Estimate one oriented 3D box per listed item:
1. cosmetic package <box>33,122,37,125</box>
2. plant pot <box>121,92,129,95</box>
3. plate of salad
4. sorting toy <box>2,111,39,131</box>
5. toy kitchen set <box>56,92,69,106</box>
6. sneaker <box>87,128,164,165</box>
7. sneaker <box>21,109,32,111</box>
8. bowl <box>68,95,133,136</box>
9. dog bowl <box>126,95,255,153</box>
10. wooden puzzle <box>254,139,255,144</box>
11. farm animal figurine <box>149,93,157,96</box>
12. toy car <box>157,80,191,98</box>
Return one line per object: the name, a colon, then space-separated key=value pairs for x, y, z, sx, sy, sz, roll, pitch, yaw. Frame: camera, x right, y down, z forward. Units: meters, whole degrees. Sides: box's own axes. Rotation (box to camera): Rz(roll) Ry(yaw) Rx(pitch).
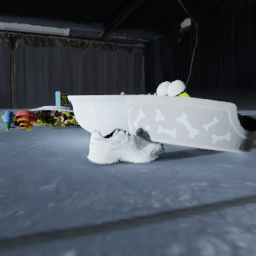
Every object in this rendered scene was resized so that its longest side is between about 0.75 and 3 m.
cosmetic package: x=-4.829 y=-0.425 z=13.679 sx=0.824 sy=0.508 sz=0.827 roll=0 pitch=5 yaw=-5
plant pot: x=0.130 y=-1.051 z=15.948 sx=1.460 sy=1.674 sz=1.674 roll=16 pitch=2 yaw=-11
plate of salad: x=-2.646 y=-0.332 z=11.478 sx=2.838 sy=0.682 sz=2.838 roll=4 pitch=-10 yaw=1
sorting toy: x=-4.312 y=-0.182 z=10.942 sx=1.799 sy=0.738 sz=1.081 roll=-11 pitch=-18 yaw=38
toy kitchen set: x=-3.348 y=-1.191 z=15.544 sx=2.109 sy=1.689 sz=1.242 roll=4 pitch=6 yaw=39
sneaker: x=-0.002 y=0.315 z=5.061 sx=1.446 sy=0.630 sz=0.539 roll=-1 pitch=5 yaw=-20
sneaker: x=-4.963 y=-0.673 z=15.683 sx=2.125 sy=0.706 sz=0.962 roll=4 pitch=2 yaw=0
bowl: x=-0.282 y=-0.296 z=8.111 sx=2.836 sy=1.275 sz=2.836 roll=0 pitch=5 yaw=0
dog bowl: x=1.346 y=-0.072 z=6.090 sx=2.921 sy=0.857 sz=2.921 roll=8 pitch=1 yaw=0
wooden puzzle: x=4.129 y=0.373 z=6.376 sx=2.324 sy=0.272 sz=1.568 roll=3 pitch=6 yaw=26
farm animal figurine: x=1.346 y=-0.532 z=9.935 sx=2.788 sy=1.402 sz=2.251 roll=5 pitch=7 yaw=42
toy car: x=2.444 y=-1.207 z=15.457 sx=2.020 sy=2.357 sz=2.694 roll=-38 pitch=18 yaw=-16
